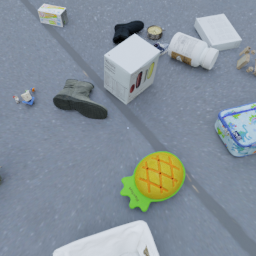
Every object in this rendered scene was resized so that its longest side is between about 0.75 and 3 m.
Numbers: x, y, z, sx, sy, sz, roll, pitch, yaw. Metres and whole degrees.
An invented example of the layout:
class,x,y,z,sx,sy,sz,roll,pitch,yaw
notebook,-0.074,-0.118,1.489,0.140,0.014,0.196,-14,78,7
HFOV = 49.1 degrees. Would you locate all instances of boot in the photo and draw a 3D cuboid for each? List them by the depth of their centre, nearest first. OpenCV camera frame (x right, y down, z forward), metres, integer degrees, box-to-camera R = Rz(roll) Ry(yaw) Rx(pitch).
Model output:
class,x,y,z,sx,sy,sz,roll,pitch,yaw
boot,-1.692,-1.296,11.198,2.339,0.792,1.528,17,50,10
boot,1.498,-3.736,13.029,0.480,0.597,1.321,35,61,23
boot,0.036,-4.609,13.649,1.555,0.594,1.306,-4,50,5

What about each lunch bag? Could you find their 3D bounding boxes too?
class,x,y,z,sx,sy,sz,roll,pitch,yaw
lunch bag,4.460,-0.033,10.153,2.288,0.943,1.839,-11,52,-9

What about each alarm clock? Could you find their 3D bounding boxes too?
class,x,y,z,sx,sy,sz,roll,pitch,yaw
alarm clock,1.238,-4.661,13.838,0.782,0.386,1.160,39,61,24

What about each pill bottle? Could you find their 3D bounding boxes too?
class,x,y,z,sx,sy,sz,roll,pitch,yaw
pill bottle,2.896,-3.368,12.419,1.997,1.142,1.142,29,59,19

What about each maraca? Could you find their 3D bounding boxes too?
class,x,y,z,sx,sy,sz,roll,pitch,yaw
maraca,0.791,1.649,8.826,2.169,1.160,1.487,-35,71,-9

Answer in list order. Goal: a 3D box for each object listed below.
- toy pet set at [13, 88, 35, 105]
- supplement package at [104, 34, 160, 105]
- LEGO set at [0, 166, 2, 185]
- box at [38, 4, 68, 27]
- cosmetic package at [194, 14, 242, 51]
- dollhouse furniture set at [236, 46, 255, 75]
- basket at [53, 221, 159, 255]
class,x,y,z,sx,sy,sz,roll,pitch,yaw
toy pet set,-4.092,-1.225,11.417,0.907,0.482,0.847,-33,26,-25
supplement package,0.115,-2.310,11.142,1.357,1.846,1.765,39,63,18
LEGO set,-4.529,1.118,8.912,0.646,1.481,2.280,-40,63,-12
box,-3.862,-5.816,14.457,1.313,0.738,0.665,15,55,12
cosmetic package,4.344,-4.657,13.678,1.528,0.524,2.026,-11,59,-10
dollhouse furniture set,5.634,-2.790,12.483,1.356,0.662,1.156,20,68,-11
basket,-0.443,3.650,7.095,2.447,1.509,1.658,-16,56,-10
